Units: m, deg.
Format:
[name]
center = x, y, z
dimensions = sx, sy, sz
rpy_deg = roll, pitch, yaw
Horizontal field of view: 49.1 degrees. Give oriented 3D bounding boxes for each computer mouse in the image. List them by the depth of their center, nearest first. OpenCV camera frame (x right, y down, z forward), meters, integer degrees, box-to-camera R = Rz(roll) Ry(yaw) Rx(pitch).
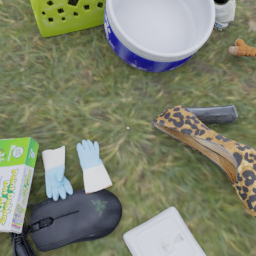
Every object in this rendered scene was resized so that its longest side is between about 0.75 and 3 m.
[computer mouse]
center = -1.320, 1.983, 5.845
dimensions = 2.490, 0.656, 1.724
rpy_deg = -18, 62, -9

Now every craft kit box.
[craft kit box]
center = -3.110, 1.236, 6.155
dimensions = 1.986, 0.488, 2.011
rpy_deg = -4, 62, 10

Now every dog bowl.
[dog bowl]
center = 0.814, -3.098, 7.772
dimensions = 2.930, 1.154, 2.930
rpy_deg = 2, 79, -11

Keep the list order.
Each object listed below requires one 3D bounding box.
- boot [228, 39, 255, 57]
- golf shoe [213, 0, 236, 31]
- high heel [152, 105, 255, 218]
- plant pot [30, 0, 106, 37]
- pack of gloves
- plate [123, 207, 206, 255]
[boot]
center = 3.421, -2.267, 8.077
dimensions = 0.774, 0.368, 1.000
rpy_deg = 19, 43, 32
[golf shoe]
center = 2.320, -4.085, 8.819
dimensions = 2.328, 1.132, 0.912
rpy_deg = 29, 69, 16
[high heel]
center = 1.726, 0.694, 6.321
dimensions = 2.098, 1.051, 2.944
rpy_deg = -5, 52, -2
[plant pot]
center = -1.955, -4.536, 8.479
dimensions = 2.370, 2.151, 2.358
rpy_deg = -18, 64, -8
[pack of gloves]
center = -1.241, 0.819, 6.343
dimensions = 1.376, 0.323, 1.637
rpy_deg = -18, 42, -8
[plate]
center = 0.767, 2.470, 5.791
dimensions = 1.332, 0.215, 1.329
rpy_deg = -26, 60, -14
